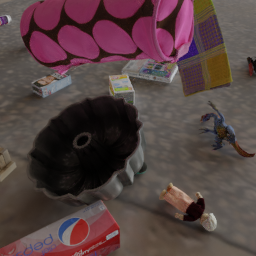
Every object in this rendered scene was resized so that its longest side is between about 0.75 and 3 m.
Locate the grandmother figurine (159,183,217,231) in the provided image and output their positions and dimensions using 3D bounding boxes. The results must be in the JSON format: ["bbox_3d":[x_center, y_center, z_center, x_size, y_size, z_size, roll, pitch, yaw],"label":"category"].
[{"bbox_3d":[1.344,1.710,6.052,1.293,0.392,0.784,35,72,32],"label":"grandmother figurine"}]

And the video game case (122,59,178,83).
[{"bbox_3d":[1.052,-2.599,11.570,1.999,0.260,2.196,13,39,16],"label":"video game case"}]

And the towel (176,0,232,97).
[{"bbox_3d":[1.412,-1.630,5.810,0.214,1.880,1.350,-19,9,-30],"label":"towel"}]

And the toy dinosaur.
[{"bbox_3d":[2.632,0.096,8.106,1.713,0.899,1.554,42,27,-8],"label":"toy dinosaur"}]

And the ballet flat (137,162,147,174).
[{"bbox_3d":[-0.218,0.616,7.249,1.637,0.560,0.557,25,44,28],"label":"ballet flat"}]

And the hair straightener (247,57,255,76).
[{"bbox_3d":[5.274,-2.569,11.551,0.627,0.334,1.630,8,35,9],"label":"hair straightener"}]

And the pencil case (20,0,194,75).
[{"bbox_3d":[-0.309,-1.267,3.685,2.338,1.095,1.061,7,30,37],"label":"pencil case"}]

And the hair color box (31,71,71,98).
[{"bbox_3d":[-2.783,-1.636,10.233,0.641,0.393,1.296,27,47,30],"label":"hair color box"}]

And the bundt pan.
[{"bbox_3d":[-0.828,0.570,6.451,2.802,1.051,2.802,-13,48,15],"label":"bundt pan"}]

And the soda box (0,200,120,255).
[{"bbox_3d":[-1.296,2.242,5.056,2.288,0.726,0.801,-21,43,-25],"label":"soda box"}]

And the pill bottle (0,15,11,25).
[{"bbox_3d":[-7.072,-6.128,15.871,0.457,0.457,0.812,30,47,33],"label":"pill bottle"}]

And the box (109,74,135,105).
[{"bbox_3d":[-0.238,-1.264,9.571,0.691,0.622,1.228,-6,39,-9],"label":"box"}]

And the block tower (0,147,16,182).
[{"bbox_3d":[-3.951,0.661,7.160,2.165,0.626,0.585,16,41,18],"label":"block tower"}]
